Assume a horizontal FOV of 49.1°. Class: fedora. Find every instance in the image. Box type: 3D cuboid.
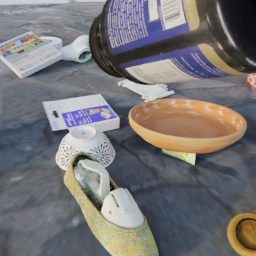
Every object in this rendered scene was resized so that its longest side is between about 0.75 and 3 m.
[{"bbox_3d":[1.999,1.769,4.525,0.785,0.320,0.785,-15,40,12],"label":"fedora"}]

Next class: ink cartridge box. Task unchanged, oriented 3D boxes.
[{"bbox_3d":[-1.395,-0.381,8.071,1.841,0.399,1.824,-10,32,-20],"label":"ink cartridge box"}]

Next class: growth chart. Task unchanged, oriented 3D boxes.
[{"bbox_3d":[0.656,-1.488,10.127,1.520,0.186,2.100,-18,36,-28],"label":"growth chart"}]

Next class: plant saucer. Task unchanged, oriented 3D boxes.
[{"bbox_3d":[1.468,-0.097,7.195,2.896,0.542,2.896,1,23,-1],"label":"plant saucer"}]

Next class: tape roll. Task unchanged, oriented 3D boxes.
[{"bbox_3d":[-4.153,-3.896,13.639,1.911,0.668,1.911,0,32,0],"label":"tape roll"}]

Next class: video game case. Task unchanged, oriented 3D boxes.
[{"bbox_3d":[-4.376,-3.252,12.115,2.011,0.253,2.808,-35,54,-24],"label":"video game case"}]

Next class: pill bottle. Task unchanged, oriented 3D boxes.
[{"bbox_3d":[0.519,-1.251,3.396,1.402,1.402,2.507,-20,15,-30],"label":"pill bottle"}]

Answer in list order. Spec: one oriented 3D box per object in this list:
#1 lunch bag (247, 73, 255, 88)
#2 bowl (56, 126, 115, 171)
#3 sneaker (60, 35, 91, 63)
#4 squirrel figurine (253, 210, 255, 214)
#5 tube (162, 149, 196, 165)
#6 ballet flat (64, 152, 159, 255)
[{"bbox_3d":[5.201,-1.774,10.236,1.186,0.552,1.347,-21,37,-31],"label":"lunch bag"},{"bbox_3d":[-1.022,0.374,6.593,1.415,0.664,1.415,-1,31,0],"label":"bowl"},{"bbox_3d":[-2.050,-3.702,13.280,1.295,0.825,2.240,18,45,24],"label":"sneaker"},{"bbox_3d":[2.575,1.416,4.657,1.023,0.724,0.955,-27,64,2],"label":"squirrel figurine"},{"bbox_3d":[1.204,0.595,6.591,0.829,0.240,0.215,20,74,35],"label":"tube"},{"bbox_3d":[-0.372,1.243,4.876,0.925,0.925,2.618,-19,36,-29],"label":"ballet flat"}]
